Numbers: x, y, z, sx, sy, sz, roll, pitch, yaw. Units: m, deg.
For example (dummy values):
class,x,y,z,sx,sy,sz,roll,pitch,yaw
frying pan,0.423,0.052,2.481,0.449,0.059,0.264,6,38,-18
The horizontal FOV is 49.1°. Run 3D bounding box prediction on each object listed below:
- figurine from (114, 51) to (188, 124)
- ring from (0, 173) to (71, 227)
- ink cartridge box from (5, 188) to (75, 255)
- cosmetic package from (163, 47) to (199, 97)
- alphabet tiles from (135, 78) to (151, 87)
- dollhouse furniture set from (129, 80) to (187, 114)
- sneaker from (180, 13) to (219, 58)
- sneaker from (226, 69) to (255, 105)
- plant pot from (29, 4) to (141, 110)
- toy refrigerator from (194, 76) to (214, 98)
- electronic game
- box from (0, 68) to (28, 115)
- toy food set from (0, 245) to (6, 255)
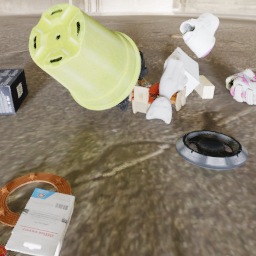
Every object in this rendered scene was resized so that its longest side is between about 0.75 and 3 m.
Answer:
class,x,y,z,sx,sy,sz,roll,pitch,yaw
figurine,0.778,-1.624,11.528,2.956,1.273,2.884,17,59,12
ring,-2.419,1.702,7.095,1.931,0.185,1.931,1,29,0
ink cartridge box,-1.769,2.072,5.830,0.945,0.553,1.630,13,28,-2
cosmetic package,2.589,-2.767,13.666,1.496,1.075,2.651,35,31,-13
alphabet tiles,-0.197,-2.460,14.922,2.406,0.092,2.891,-8,29,-14
dollhouse furniture set,1.090,-1.512,11.976,2.344,1.208,2.319,15,32,25
sneaker,1.828,-2.604,7.207,0.900,0.677,1.807,34,44,-15
sneaker,5.280,-1.557,12.282,1.297,1.196,2.939,-15,30,-2
plant pot,-1.452,-2.289,8.779,2.926,2.926,2.690,16,-3,27
toy refrigerator,3.645,-2.006,13.543,0.557,0.605,1.593,-2,28,-4
electronic game,2.581,0.645,8.750,2.180,0.454,2.180,2,25,-1
box,-5.761,-1.588,12.042,2.224,1.271,2.442,-2,28,-4
toy food set,-2.854,2.668,5.170,1.206,0.296,1.218,-15,31,-26
